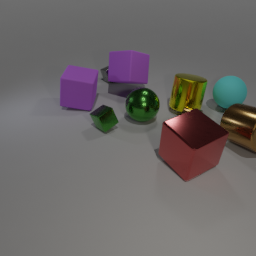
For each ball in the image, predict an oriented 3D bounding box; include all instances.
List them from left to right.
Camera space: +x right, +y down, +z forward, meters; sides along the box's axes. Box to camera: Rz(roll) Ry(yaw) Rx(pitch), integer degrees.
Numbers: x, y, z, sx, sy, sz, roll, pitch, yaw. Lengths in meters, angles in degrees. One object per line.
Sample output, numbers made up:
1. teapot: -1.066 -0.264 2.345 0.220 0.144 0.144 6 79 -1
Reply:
1. ball: 0.582 -0.937 11.316 1.400 1.400 1.400 0 31 0
2. ball: 4.378 -1.540 12.072 1.400 1.400 1.400 0 31 0

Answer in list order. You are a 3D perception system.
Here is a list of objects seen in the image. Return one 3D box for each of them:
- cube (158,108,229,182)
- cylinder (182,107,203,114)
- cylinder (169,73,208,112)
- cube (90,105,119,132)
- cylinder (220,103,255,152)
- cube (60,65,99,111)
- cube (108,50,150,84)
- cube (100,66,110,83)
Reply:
1. cube: 1.949 0.489 8.602 1.400 1.400 1.400 -22 46 -25
2. cylinder: 2.543 -0.442 11.159 0.700 0.700 0.700 17 34 26
3. cylinder: 2.581 -1.512 12.089 1.400 1.400 1.400 7 23 -3
4. cube: -0.917 -0.379 10.785 0.700 0.700 0.700 -37 33 -21
5. cylinder: 4.138 -0.033 9.530 1.400 1.400 1.400 -15 23 -24
6. cube: -2.158 -1.792 12.454 1.400 1.400 1.400 9 35 -2
7. cube: 0.037 -2.860 13.336 1.400 1.400 1.400 9 9 39
8. cube: -0.966 -2.945 15.163 0.700 0.700 0.700 -29 28 -21
